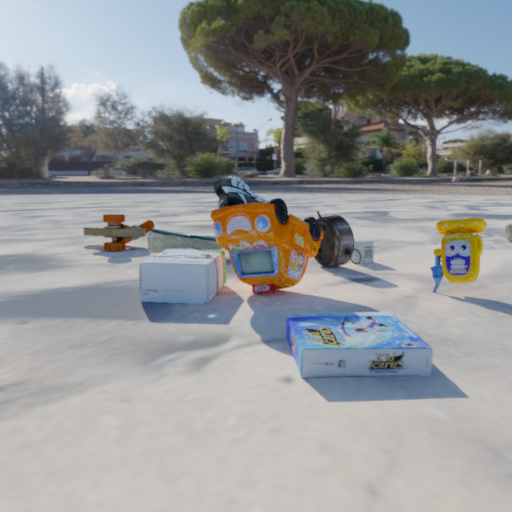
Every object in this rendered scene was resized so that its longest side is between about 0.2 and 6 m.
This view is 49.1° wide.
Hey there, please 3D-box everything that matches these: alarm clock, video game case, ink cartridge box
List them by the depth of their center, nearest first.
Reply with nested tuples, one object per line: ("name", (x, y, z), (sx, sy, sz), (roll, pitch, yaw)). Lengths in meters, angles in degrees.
("video game case", (0.860, 0.771, 5.072), (1.075, 0.269, 1.186), (-1, 8, -3))
("ink cartridge box", (-0.973, 0.254, 7.703), (0.933, 0.539, 1.277), (1, 8, 6))
("alarm clock", (1.370, -0.201, 9.792), (0.446, 0.904, 1.340), (-11, 29, -33))

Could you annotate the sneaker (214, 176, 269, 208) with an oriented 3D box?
("sneaker", (-0.792, -1.791, 18.428), (1.423, 1.045, 3.144), (-15, 35, -30))

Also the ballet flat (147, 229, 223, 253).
("ballet flat", (-1.316, -0.182, 10.853), (1.697, 0.529, 0.572), (6, 3, -29))

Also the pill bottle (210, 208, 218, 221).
("pill bottle", (-1.074, -1.407, 19.262), (0.953, 0.529, 0.529), (-5, 9, -32))

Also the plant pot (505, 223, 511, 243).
("plant pot", (6.376, -0.589, 13.493), (0.619, 0.677, 0.677), (-9, 5, 17))

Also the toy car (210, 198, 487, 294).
("toy car", (1.236, -0.051, 7.440), (3.583, 1.192, 1.757), (0, -13, 16))

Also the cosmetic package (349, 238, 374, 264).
("cosmetic package", (1.931, -0.103, 10.579), (0.427, 0.426, 0.517), (-2, 8, -10))

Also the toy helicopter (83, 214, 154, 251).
("toy helicopter", (-3.229, -0.563, 12.773), (1.976, 0.779, 1.307), (4, 7, 43))
